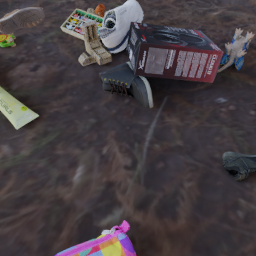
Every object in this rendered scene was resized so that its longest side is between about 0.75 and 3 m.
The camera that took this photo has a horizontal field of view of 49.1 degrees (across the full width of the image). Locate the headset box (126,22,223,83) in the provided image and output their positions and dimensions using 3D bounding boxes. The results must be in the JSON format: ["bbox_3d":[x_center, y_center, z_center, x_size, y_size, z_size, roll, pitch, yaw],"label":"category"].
[{"bbox_3d":[1.525,-2.499,9.171,2.876,1.111,2.141,3,36,-10],"label":"headset box"}]

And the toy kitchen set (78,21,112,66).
[{"bbox_3d":[-1.350,-2.963,10.051,1.013,1.120,1.241,-25,49,-19],"label":"toy kitchen set"}]

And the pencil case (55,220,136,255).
[{"bbox_3d":[-0.895,2.618,5.287,2.219,0.980,0.980,-21,52,-18],"label":"pencil case"}]

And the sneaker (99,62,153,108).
[{"bbox_3d":[-0.090,-1.210,8.807,1.215,0.855,2.287,-19,42,-10],"label":"sneaker"}]

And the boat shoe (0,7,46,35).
[{"bbox_3d":[-3.304,-3.434,8.680,1.612,0.611,0.579,-11,48,10],"label":"boat shoe"}]

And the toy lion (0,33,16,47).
[{"bbox_3d":[-4.909,-3.482,11.112,0.827,0.296,0.862,-16,51,-5],"label":"toy lion"}]

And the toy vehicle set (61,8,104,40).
[{"bbox_3d":[-1.717,-4.170,11.451,1.831,0.243,1.138,28,74,22],"label":"toy vehicle set"}]

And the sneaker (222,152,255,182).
[{"bbox_3d":[3.048,1.034,6.983,1.316,0.503,0.754,7,51,10],"label":"sneaker"}]

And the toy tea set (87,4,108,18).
[{"bbox_3d":[-1.373,-4.843,12.251,1.408,0.521,0.837,-38,88,-32],"label":"toy tea set"}]

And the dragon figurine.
[{"bbox_3d":[3.780,-2.583,9.951,0.768,1.298,2.610,24,72,18],"label":"dragon figurine"}]

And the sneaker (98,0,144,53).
[{"bbox_3d":[-0.252,-4.169,10.701,1.075,1.133,2.815,-6,51,35],"label":"sneaker"}]

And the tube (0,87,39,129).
[{"bbox_3d":[-3.632,-0.716,8.538,2.003,0.520,0.581,37,97,22],"label":"tube"}]
